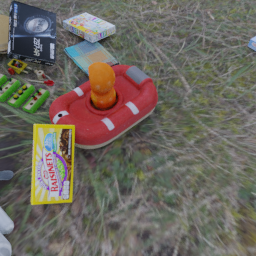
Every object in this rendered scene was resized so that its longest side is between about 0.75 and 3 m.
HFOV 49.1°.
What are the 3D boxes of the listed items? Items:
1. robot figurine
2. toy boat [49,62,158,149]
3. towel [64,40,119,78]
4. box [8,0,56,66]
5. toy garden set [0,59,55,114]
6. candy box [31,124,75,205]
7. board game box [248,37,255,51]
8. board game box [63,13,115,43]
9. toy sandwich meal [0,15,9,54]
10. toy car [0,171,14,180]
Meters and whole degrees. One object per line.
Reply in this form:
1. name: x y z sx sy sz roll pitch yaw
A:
1. robot figurine: -2.887 2.020 4.715 2.195 1.240 1.862 32 43 21
2. toy boat: -0.601 -0.779 6.534 2.651 1.733 1.730 -36 59 -17
3. towel: -1.157 -2.244 8.748 1.147 0.170 1.564 -29 57 -21
4. box: -2.752 -2.704 8.114 1.287 0.350 1.607 6 77 -34
5. toy garden set: -3.005 -1.304 7.889 1.798 0.359 1.499 20 54 15
6. candy box: -1.511 0.725 5.666 0.814 0.210 1.592 2 90 -21
7. board game box: 5.020 -2.750 9.047 1.790 0.327 1.354 -32 59 -22
8. board game box: -1.321 -3.420 9.472 1.529 0.262 1.028 34 53 29
9. toy sandwich meal: -4.325 -2.945 9.034 2.031 0.696 2.031 6 53 -8
10. toy car: -3.185 0.991 5.724 1.425 1.125 1.171 18 44 -2
